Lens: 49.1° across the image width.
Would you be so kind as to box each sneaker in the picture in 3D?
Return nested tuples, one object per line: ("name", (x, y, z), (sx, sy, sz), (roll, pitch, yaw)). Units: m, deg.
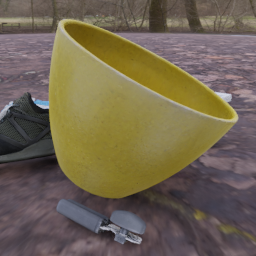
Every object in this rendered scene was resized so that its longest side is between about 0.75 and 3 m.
("sneaker", (-2.306, 0.048, 5.142), (2.174, 1.245, 0.831), (-10, -6, -26))
("sneaker", (-2.122, -0.186, 6.737), (2.214, 0.830, 0.959), (-5, 40, 7))

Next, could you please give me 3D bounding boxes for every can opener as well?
("can opener", (-0.352, 1.167, 3.738), (1.264, 0.423, 0.337), (19, -7, 24))

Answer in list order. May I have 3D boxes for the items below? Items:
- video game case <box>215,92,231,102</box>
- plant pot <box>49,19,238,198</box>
("video game case", (1.728, -0.890, 8.827), (2.274, 0.260, 2.070), (-19, 25, -37))
("plant pot", (-0.094, -0.109, 4.351), (2.757, 1.957, 2.757), (25, 23, -11))
